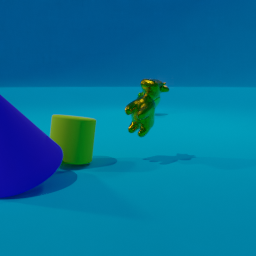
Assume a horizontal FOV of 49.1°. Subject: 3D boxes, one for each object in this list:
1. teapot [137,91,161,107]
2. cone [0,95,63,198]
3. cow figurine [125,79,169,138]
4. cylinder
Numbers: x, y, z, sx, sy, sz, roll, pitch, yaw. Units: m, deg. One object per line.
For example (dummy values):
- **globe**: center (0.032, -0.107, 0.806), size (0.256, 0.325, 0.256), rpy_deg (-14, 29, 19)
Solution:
- **teapot**: center (0.790, -1.222, 11.921), size (0.909, 1.155, 1.857), rpy_deg (41, -15, 16)
- **cone**: center (-1.578, -0.012, 3.523), size (1.235, 1.239, 1.235), rpy_deg (-6, 31, 4)
- **cow figurine**: center (0.335, -0.385, 4.808), size (0.490, 0.893, 0.879), rpy_deg (22, 48, 31)
- **cylinder**: center (-0.933, 0.176, 4.697), size (0.733, 0.733, 0.733), rpy_deg (6, 3, 0)
